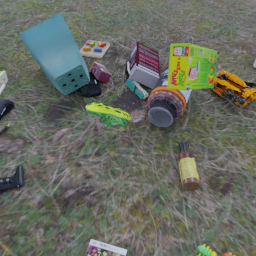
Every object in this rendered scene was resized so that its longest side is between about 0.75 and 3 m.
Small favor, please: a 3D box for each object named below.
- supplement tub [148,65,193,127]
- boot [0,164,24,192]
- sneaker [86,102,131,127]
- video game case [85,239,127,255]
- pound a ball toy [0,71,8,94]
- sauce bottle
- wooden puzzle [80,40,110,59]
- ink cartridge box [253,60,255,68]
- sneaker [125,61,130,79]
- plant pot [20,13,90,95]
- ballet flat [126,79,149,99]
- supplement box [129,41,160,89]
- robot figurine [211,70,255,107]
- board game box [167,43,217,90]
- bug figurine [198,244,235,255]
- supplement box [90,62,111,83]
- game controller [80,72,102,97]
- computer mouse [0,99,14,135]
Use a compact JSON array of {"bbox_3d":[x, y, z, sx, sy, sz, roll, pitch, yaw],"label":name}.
[{"bbox_3d":[1.707,-1.316,11.296,1.511,1.511,2.826,17,49,16],"label":"supplement tub"},{"bbox_3d":[-3.984,1.660,9.208,1.039,0.341,0.856,-14,45,-7],"label":"boot"},{"bbox_3d":[-0.580,-0.319,8.081,1.409,0.589,0.522,17,24,-29],"label":"sneaker"},{"bbox_3d":[-0.682,3.631,7.318,1.074,0.212,1.185,12,47,12],"label":"video game case"},{"bbox_3d":[-2.911,-0.786,6.006,0.690,0.450,1.058,13,47,1],"label":"pound a ball toy"},{"bbox_3d":[2.000,1.209,9.439,0.600,0.600,1.817,1,47,0],"label":"sauce bottle"},{"bbox_3d":[-1.813,-4.322,15.061,1.370,0.342,1.479,10,46,10],"label":"wooden puzzle"},{"bbox_3d":[6.924,-3.689,13.925,0.620,1.064,1.471,29,52,26],"label":"ink cartridge box"},{"bbox_3d":[0.171,-2.678,13.402,0.528,0.492,1.332,-1,51,-14],"label":"sneaker"},{"bbox_3d":[-3.004,-3.049,12.471,2.049,2.050,2.901,-30,63,-5],"label":"plant pot"},{"bbox_3d":[0.435,-1.735,12.517,0.424,0.458,1.359,-13,52,-36],"label":"ballet flat"},{"bbox_3d":[0.789,-2.995,13.177,1.274,0.713,2.341,22,43,-17],"label":"supplement box"},{"bbox_3d":[4.633,-1.737,12.297,1.634,0.656,2.254,-27,50,-24],"label":"robot figurine"},{"bbox_3d":[2.053,-1.850,8.661,0.584,1.245,2.451,11,14,33],"label":"board game box"},{"bbox_3d":[2.204,3.697,7.103,1.286,0.427,1.658,26,51,24],"label":"bug figurine"},{"bbox_3d":[-1.287,-2.609,13.117,0.609,0.480,0.930,13,30,-43],"label":"supplement box"},{"bbox_3d":[-1.798,-2.042,12.881,0.929,0.375,1.782,-1,44,-21],"label":"game controller"},{"bbox_3d":[-5.187,-0.497,11.198,1.462,0.479,2.082,19,49,19],"label":"computer mouse"}]
